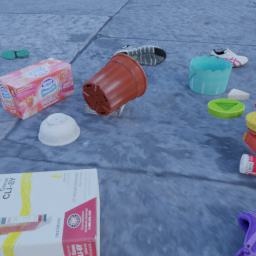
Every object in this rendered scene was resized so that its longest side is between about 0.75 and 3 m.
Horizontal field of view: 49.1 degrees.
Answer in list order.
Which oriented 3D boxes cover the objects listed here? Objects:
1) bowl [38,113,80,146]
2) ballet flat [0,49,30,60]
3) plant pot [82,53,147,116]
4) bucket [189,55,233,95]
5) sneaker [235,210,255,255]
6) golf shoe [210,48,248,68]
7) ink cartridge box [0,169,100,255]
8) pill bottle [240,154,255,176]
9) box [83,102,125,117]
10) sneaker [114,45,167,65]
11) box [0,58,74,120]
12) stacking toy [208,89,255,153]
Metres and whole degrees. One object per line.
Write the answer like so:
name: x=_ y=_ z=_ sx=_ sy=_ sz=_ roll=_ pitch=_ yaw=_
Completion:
bowl: x=-1.946 y=-0.052 z=7.804 sx=1.176 sy=0.528 sz=1.176 roll=-1 pitch=36 yaw=1
ballet flat: x=-5.105 y=-3.338 z=12.736 sx=1.243 sy=0.419 sz=0.438 roll=-10 pitch=12 yaw=-14
plant pot: x=-0.460 y=-1.176 z=8.181 sx=1.489 sy=1.489 sz=1.448 roll=24 pitch=50 yaw=31
bucket: x=2.915 y=-1.903 z=10.081 sx=1.511 sy=0.983 sz=1.511 roll=0 pitch=34 yaw=0
sneaker: x=2.247 y=2.284 z=4.352 sx=1.032 sy=0.998 sz=2.474 roll=-8 pitch=24 yaw=15
golf shoe: x=4.289 y=-2.974 z=11.841 sx=1.618 sy=0.745 sz=0.587 roll=1 pitch=34 yaw=0
ink cartridge box: x=-1.644 y=1.639 z=5.003 sx=2.239 sy=0.934 sz=1.625 roll=-3 pitch=35 yaw=-4
pill bottle: x=3.060 y=0.897 z=6.506 sx=0.807 sy=0.453 sz=0.453 roll=10 pitch=36 yaw=14
box: x=-0.734 y=-0.776 z=9.058 sx=1.182 sy=0.286 sz=0.936 roll=7 pitch=35 yaw=11
sneaker: x=0.502 y=-3.333 z=12.291 sx=2.264 sy=0.849 sz=1.307 roll=-2 pitch=33 yaw=0
box: x=-2.936 y=-1.361 z=9.161 sx=1.054 sy=1.142 sz=2.226 roll=23 pitch=40 yaw=29
stacking toy: x=3.298 y=-0.223 z=7.525 sx=1.998 sy=0.932 sz=2.207 roll=20 pitch=36 yaw=39
